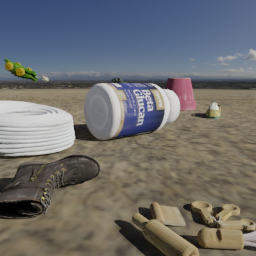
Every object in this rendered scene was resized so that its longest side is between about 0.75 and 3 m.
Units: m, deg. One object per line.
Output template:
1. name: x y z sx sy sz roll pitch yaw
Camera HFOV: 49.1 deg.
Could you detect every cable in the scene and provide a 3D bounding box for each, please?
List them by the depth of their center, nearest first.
1. cable: -2.296 -0.056 6.186 2.244 0.777 2.244 4 14 -11

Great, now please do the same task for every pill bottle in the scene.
1. pill bottle: 0.216 -0.516 7.629 2.527 1.404 1.404 -8 13 -40

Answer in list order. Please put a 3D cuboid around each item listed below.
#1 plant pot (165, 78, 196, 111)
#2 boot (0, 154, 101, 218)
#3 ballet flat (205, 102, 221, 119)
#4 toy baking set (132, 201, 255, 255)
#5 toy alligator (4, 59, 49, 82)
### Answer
1. plant pot: 2.565 -1.741 14.216 1.765 1.580 1.765 0 9 0
2. boot: -0.965 0.741 3.463 1.272 0.441 1.108 -7 14 -5
3. ballet flat: 3.525 -0.760 11.505 0.602 0.602 1.703 4 11 21
4. toy baking set: 0.864 0.962 2.584 1.287 0.195 1.677 -5 11 -27
5. toy alligator: -4.144 -2.167 11.243 2.046 0.492 0.678 27 18 9
